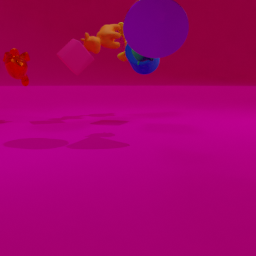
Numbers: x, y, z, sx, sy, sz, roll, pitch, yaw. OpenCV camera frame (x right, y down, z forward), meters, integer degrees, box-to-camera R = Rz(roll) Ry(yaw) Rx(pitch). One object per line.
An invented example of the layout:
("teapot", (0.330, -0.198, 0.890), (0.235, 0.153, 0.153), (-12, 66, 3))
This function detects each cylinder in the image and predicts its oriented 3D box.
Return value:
("cylinder", (0.497, -2.401, 9.269), (1.016, 1.016, 1.016), (2, -7, 12))

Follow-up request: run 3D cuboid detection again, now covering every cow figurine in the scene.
("cow figurine", (-0.984, -3.313, 10.330), (1.395, 0.778, 1.417), (1, 48, 0))

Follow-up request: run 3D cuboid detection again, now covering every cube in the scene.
("cube", (-1.767, -2.383, 9.382), (0.799, 0.799, 0.799), (-44, 34, -3))

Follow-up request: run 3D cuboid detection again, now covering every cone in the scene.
("cone", (0.617, -2.462, 6.129), (1.323, 1.323, 1.328), (1, 46, 6))

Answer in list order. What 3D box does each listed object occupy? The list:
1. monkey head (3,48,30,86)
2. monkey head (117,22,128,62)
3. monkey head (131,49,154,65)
("monkey head", (-3.660, -2.173, 9.487), (1.020, 1.417, 0.854), (-36, 51, -29))
("monkey head", (0.152, -3.400, 11.397), (1.333, 1.117, 1.853), (-24, -32, 36))
("monkey head", (0.426, -2.052, 7.070), (0.611, 1.014, 0.730), (11, 56, 17))
